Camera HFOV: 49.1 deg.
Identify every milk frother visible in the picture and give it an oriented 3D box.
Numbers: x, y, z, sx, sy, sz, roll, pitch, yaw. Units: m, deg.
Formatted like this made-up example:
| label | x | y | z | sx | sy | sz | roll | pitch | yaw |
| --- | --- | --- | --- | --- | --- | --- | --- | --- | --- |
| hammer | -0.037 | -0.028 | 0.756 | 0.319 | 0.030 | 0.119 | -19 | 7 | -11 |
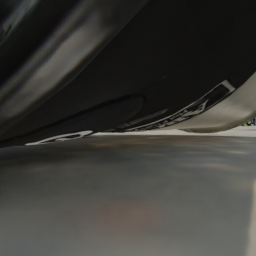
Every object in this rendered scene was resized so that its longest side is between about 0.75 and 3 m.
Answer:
| label | x | y | z | sx | sy | sz | roll | pitch | yaw |
| --- | --- | --- | --- | --- | --- | --- | --- | --- | --- |
| milk frother | -0.209 | -1.271 | 1.601 | 2.365 | 2.620 | 2.464 | 5 | 3 | 26 |

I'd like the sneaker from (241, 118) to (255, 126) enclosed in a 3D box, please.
| label | x | y | z | sx | sy | sz | roll | pitch | yaw |
| --- | --- | --- | --- | --- | --- | --- | --- | --- | --- |
| sneaker | 5.371 | -0.297 | 12.640 | 1.300 | 0.480 | 0.526 | 1 | -3 | -43 |
